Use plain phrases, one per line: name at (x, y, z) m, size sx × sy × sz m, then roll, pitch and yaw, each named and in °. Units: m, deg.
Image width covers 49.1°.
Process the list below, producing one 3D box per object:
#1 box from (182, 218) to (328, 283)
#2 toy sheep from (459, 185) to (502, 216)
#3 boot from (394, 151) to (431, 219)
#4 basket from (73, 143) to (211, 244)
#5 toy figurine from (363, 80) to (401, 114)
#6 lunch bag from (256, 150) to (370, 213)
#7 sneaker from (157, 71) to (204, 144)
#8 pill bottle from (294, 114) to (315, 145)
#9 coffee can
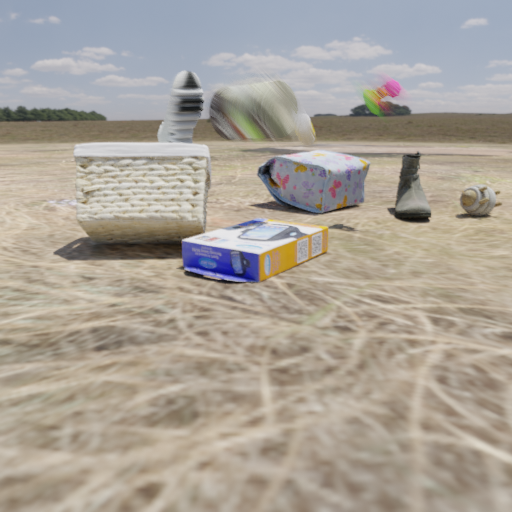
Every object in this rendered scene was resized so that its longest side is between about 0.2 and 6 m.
box at (-0.032, -0.135, 9.022) m, size 1.468 × 0.512 × 2.467 m, roll 10°, pitch 16°, yaw 32°
toy sheep at (5.233, -1.291, 13.084) m, size 1.186 × 0.817 × 0.817 m, roll 13°, pitch 5°, yaw -33°
boot at (3.632, -1.693, 13.150) m, size 0.759 × 1.464 × 2.242 m, roll 1°, pitch 14°, yaw 5°
basket at (-1.954, -1.041, 9.902) m, size 2.293 × 1.414 × 1.554 m, roll 1°, pitch -14°, yaw -3°
toy figurine at (2.608, -3.290, 11.292) m, size 0.666 × 0.543 × 0.723 m, roll -23°, pitch 20°, yaw 39°
lunch bag at (1.444, -1.984, 14.466) m, size 2.277 × 1.448 × 1.931 m, roll 25°, pitch 28°, yaw 37°
sneaker at (-1.484, -2.447, 10.380) m, size 0.722 × 1.922 × 0.779 m, roll -7°, pitch 25°, yaw -44°
pill bottle at (0.997, -2.579, 11.539) m, size 0.372 × 0.372 × 0.668 m, roll 6°, pitch -21°, yaw 21°
coffee can at (-0.053, -2.497, 9.675) m, size 0.926 × 0.926 × 1.265 m, roll -14°, pitch 16°, yaw -43°
